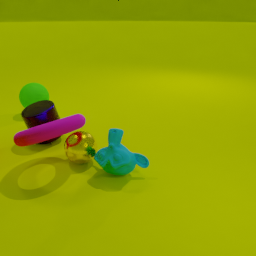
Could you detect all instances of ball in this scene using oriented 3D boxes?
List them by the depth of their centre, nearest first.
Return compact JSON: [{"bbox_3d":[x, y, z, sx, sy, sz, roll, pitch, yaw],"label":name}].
[{"bbox_3d":[-1.152,0.468,6.848,0.804,0.804,0.804,0,23,0],"label":"ball"},{"bbox_3d":[-3.331,-1.100,9.971,1.028,1.028,1.028,0,23,0],"label":"ball"}]

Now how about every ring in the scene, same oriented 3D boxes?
[{"bbox_3d":[-1.765,0.037,6.392,1.647,0.329,1.647,-17,6,2],"label":"ring"}]

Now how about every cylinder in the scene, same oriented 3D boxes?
[{"bbox_3d":[-2.381,-0.168,7.891,0.931,0.931,0.931,-10,33,7],"label":"cylinder"}]

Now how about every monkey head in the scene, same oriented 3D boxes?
[{"bbox_3d":[-0.235,0.555,6.331,1.391,1.000,0.838,5,-10,22],"label":"monkey head"}]
